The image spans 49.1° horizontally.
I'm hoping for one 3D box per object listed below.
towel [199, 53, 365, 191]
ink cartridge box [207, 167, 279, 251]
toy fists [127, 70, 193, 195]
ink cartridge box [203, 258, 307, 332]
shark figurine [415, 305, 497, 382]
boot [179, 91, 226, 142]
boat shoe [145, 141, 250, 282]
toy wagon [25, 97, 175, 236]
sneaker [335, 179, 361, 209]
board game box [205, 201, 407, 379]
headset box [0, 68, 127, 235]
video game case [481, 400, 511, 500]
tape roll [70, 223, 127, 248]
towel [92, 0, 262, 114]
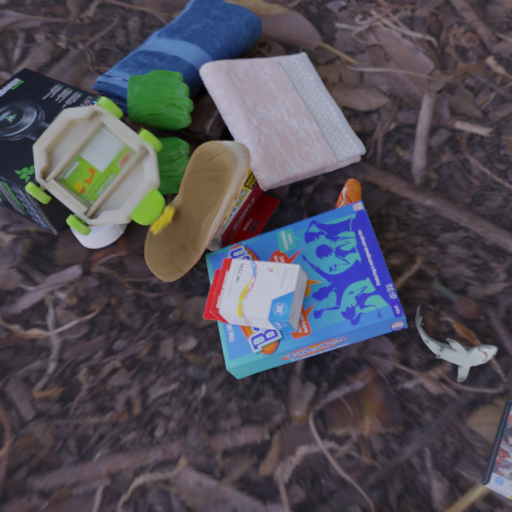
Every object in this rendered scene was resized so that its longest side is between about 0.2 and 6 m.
[{"bbox_3d":[0.585,-2.859,11.383,2.713,0.458,2.840,-20,75,-31],"label":"towel"},{"bbox_3d":[-0.562,-0.977,10.891,1.544,0.737,1.759,24,62,13],"label":"ink cartridge box"},{"bbox_3d":[-1.857,-2.426,11.101,1.227,0.828,2.407,3,96,2],"label":"toy fists"},{"bbox_3d":[-0.107,0.608,9.078,1.670,0.561,0.970,5,67,21],"label":"ink cartridge box"},{"bbox_3d":[3.321,1.516,9.614,1.476,0.882,0.616,27,35,30],"label":"shark figurine"},{"bbox_3d":[-0.432,-3.182,12.227,2.018,0.696,2.166,15,56,24],"label":"boot"},{"bbox_3d":[-0.950,-0.734,9.723,1.096,2.973,1.029,44,35,9],"label":"boat shoe"},{"bbox_3d":[-2.474,-1.304,9.419,2.628,0.520,2.039,39,86,4],"label":"toy wagon"},{"bbox_3d":[1.838,-0.356,10.513,0.898,0.849,2.327,4,70,8],"label":"sneaker"},{"bbox_3d":[0.752,0.562,9.545,2.964,0.667,2.254,-20,60,9],"label":"board game box"},{"bbox_3d":[-4.190,-2.093,11.006,2.891,1.341,2.517,26,63,23],"label":"headset box"},{"bbox_3d":[4.372,3.190,8.721,1.320,0.186,1.461,24,62,14],"label":"video game case"},{"bbox_3d":[-3.009,-0.643,10.753,1.030,0.360,1.030,-10,49,11],"label":"tape roll"},{"bbox_3d":[-1.700,-4.514,12.663,2.112,0.918,3.782,26,61,32],"label":"towel"}]
